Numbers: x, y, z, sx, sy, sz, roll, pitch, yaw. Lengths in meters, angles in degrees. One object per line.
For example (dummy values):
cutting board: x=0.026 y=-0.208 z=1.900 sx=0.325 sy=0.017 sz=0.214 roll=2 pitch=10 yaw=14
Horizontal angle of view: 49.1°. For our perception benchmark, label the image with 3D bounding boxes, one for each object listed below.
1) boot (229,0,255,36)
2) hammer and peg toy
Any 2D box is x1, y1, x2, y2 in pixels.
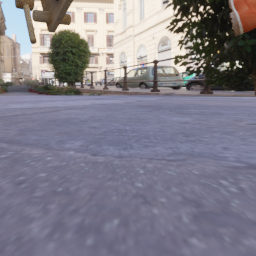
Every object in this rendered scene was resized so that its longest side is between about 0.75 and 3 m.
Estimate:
boot: x=3.341 y=-3.220 z=7.702 sx=1.027 sy=0.719 sz=1.915 roll=-16 pitch=38 yaw=25
hammer and peg toy: x=-1.647 y=-2.986 z=5.992 sx=0.854 sy=1.781 sz=2.422 roll=-8 pitch=-15 yaw=-36
